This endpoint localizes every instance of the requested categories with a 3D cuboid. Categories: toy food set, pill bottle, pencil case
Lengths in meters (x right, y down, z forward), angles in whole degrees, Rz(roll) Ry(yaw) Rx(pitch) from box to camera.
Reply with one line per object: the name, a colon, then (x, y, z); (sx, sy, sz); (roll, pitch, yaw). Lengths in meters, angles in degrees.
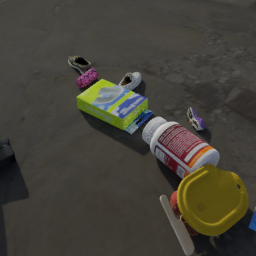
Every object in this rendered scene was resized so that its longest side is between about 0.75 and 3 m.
toy food set: (1.860, 1.979, 7.183); (2.633, 0.860, 1.549); (-21, 69, -31)
pill bottle: (1.507, 0.608, 8.466); (1.248, 1.248, 2.209); (-29, 51, -28)
pencil case: (-1.772, -2.162, 12.042); (0.472, 0.487, 1.040); (25, 49, 19)

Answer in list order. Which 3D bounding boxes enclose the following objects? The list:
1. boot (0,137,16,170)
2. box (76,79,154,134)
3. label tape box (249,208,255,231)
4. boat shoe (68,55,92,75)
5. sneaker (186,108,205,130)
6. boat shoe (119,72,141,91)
boot: (-4.801, 0.758, 8.628); (2.261, 0.742, 1.864); (-25, 60, -18)
box: (-0.487, -0.880, 10.575); (2.564, 0.611, 1.563); (26, 49, 26)
label tape box: (3.872, 2.231, 7.320); (0.964, 0.423, 1.337); (24, 48, 24)
boat shoe: (-2.226, -3.029, 12.953); (0.628, 0.526, 1.758); (-28, 49, -27)
sneaker: (2.461, -0.308, 10.196); (0.431, 0.416, 1.032); (-1, 49, -23)
boat shoe: (0.080, -2.019, 11.818); (0.587, 0.578, 1.656); (22, 47, 22)
